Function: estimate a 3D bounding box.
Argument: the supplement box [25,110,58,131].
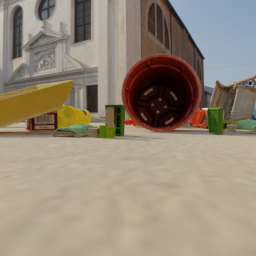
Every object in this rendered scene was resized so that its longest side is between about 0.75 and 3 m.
[{"bbox_3d":[-2.682,-0.232,8.592,0.771,0.598,1.397,-1,2,-26],"label":"supplement box"}]

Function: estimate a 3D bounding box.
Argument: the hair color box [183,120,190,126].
[{"bbox_3d":[2.837,-0.439,13.884,2.370,0.718,1.173,-1,2,-10],"label":"hair color box"}]

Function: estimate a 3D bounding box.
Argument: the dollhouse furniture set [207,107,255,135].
[{"bbox_3d":[2.473,-0.219,6.343,1.478,0.571,0.739,-6,8,-23],"label":"dollhouse furniture set"}]

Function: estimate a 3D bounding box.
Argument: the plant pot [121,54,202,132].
[{"bbox_3d":[0.969,-0.860,8.545,2.149,2.149,2.090,0,-6,5],"label":"plant pot"}]

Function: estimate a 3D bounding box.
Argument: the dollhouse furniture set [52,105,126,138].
[{"bbox_3d":[-0.756,-0.145,5.381,1.214,0.609,0.795,1,2,25],"label":"dollhouse furniture set"}]

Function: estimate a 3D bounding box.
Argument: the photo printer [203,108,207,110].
[{"bbox_3d":[4.194,-0.465,12.251,2.045,0.853,2.458,0,2,-12],"label":"photo printer"}]

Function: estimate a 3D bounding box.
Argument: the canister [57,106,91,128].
[{"bbox_3d":[-2.411,-0.405,11.151,1.439,0.839,1.938,0,0,11],"label":"canister"}]

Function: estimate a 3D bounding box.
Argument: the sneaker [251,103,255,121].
[{"bbox_3d":[3.877,-0.318,9.003,1.106,0.930,2.821,-14,2,2],"label":"sneaker"}]

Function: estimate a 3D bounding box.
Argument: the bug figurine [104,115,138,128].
[{"bbox_3d":[-0.198,-0.287,12.168,1.590,0.528,2.050,-3,3,1],"label":"bug figurine"}]

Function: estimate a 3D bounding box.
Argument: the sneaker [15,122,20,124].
[{"bbox_3d":[-6.265,-0.409,12.831,2.699,1.022,1.040,0,-22,7],"label":"sneaker"}]

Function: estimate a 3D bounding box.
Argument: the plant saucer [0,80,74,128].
[{"bbox_3d":[-3.125,-0.557,7.392,2.795,0.677,2.795,-23,17,-33],"label":"plant saucer"}]

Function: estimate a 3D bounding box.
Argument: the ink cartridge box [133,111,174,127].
[{"bbox_3d":[1.307,-0.380,12.250,1.513,0.690,1.837,0,1,36],"label":"ink cartridge box"}]

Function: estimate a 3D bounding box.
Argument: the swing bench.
[{"bbox_3d":[3.081,-0.670,8.008,0.871,1.336,1.343,28,-15,-33],"label":"swing bench"}]

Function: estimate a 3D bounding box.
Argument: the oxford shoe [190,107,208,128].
[{"bbox_3d":[3.013,-0.315,10.962,0.840,0.825,2.317,15,9,-4],"label":"oxford shoe"}]
